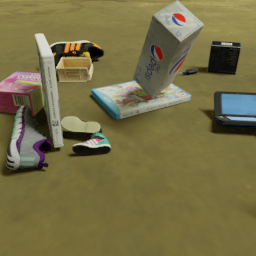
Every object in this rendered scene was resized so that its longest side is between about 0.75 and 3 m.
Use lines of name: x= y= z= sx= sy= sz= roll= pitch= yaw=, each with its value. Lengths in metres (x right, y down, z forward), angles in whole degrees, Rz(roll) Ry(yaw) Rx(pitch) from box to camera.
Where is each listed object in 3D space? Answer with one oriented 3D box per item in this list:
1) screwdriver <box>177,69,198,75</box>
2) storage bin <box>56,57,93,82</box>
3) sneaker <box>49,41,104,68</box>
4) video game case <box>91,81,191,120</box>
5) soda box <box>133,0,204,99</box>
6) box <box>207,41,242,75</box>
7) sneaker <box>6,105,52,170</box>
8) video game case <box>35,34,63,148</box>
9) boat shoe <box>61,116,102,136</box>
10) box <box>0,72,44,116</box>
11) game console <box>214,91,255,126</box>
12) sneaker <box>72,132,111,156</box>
screwdriver: x=2.150 y=-2.268 z=11.721 sx=1.712 sy=0.249 sz=0.239 roll=-14 pitch=34 yaw=-15
storage bin: x=-2.155 y=-2.433 z=11.564 sx=1.302 sy=0.615 sz=1.312 roll=-1 pitch=32 yaw=-1
sneaker: x=-2.388 y=-3.323 z=12.600 sx=1.299 sy=1.009 sz=2.886 roll=25 pitch=38 yaw=38
video game case: x=0.433 y=-1.168 z=9.882 sx=2.902 sy=0.258 sz=2.077 roll=-16 pitch=36 yaw=-23
soda box: x=1.032 y=-2.100 z=8.190 sx=0.946 sy=2.983 sz=1.018 roll=-39 pitch=78 yaw=-21
box: x=4.078 y=-2.998 z=11.924 sx=1.201 sy=1.180 sz=0.744 roll=9 pitch=33 yaw=14
sneaker: x=-2.500 y=0.261 z=7.316 sx=0.997 sy=0.848 sz=2.278 roll=9 pitch=36 yaw=-19
video game case: x=-2.200 y=-1.125 z=7.685 sx=0.307 sy=2.388 sz=2.627 roll=-9 pitch=30 yaw=-18
boat shoe: x=-1.288 y=-0.027 z=7.768 sx=1.185 sy=0.371 sz=0.433 roll=11 pitch=71 yaw=14
box: x=-3.475 y=-1.202 z=9.436 sx=1.433 sy=0.787 sz=1.629 roll=7 pitch=32 yaw=11
game console: x=3.387 y=-0.596 z=8.296 sx=1.509 sy=0.893 sz=1.288 roll=2 pitch=10 yaw=5
sneaker: x=-0.952 y=0.378 z=7.264 sx=0.971 sy=0.406 sz=0.586 roll=1 pitch=36 yaw=-13
